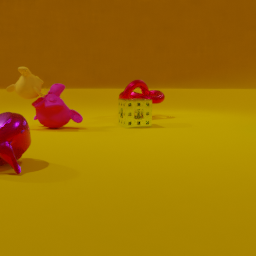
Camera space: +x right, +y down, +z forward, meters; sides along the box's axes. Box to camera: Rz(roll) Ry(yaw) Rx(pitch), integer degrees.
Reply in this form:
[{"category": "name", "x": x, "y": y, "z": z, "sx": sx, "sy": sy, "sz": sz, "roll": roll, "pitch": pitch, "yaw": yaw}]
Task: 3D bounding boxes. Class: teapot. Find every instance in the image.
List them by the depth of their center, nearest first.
[{"category": "teapot", "x": -1.801, "y": 0.218, "z": 4.119, "sx": 0.858, "sy": 0.676, "sz": 1.380, "roll": -34, "pitch": 32, "yaw": -13}]

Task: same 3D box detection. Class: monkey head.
[{"category": "monkey head", "x": -2.644, "y": -1.138, "z": 7.268, "sx": 1.112, "sy": 0.670, "sz": 0.800, "roll": 9, "pitch": -24, "yaw": 13}, {"category": "monkey head", "x": -1.974, "y": -0.569, "z": 7.639, "sx": 1.572, "sy": 0.947, "sz": 1.131, "roll": 4, "pitch": 51, "yaw": 21}]

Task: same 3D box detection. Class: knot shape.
[{"category": "knot shape", "x": 0.331, "y": -1.114, "z": 10.125, "sx": 1.774, "sy": 0.820, "sz": 1.660, "roll": -16, "pitch": -20, "yaw": 24}]

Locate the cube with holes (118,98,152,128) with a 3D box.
[{"category": "cube with holes", "x": 0.186, "y": -0.446, "z": 8.062, "sx": 0.773, "sy": 0.773, "sz": 0.773, "roll": -3, "pitch": 9, "yaw": -17}]
